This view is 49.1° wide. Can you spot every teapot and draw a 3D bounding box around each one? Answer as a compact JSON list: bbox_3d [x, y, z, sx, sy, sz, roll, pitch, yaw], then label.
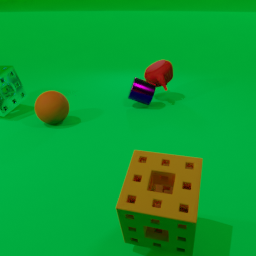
[{"bbox_3d":[1.171,-1.873,10.089,1.087,0.856,1.748,-26,27,13],"label":"teapot"}]

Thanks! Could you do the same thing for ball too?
[{"bbox_3d":[-2.206,-0.593,8.168,0.976,0.976,0.976,0,25,0],"label":"ball"}]

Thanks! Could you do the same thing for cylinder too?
[{"bbox_3d":[0.461,-1.235,9.441,0.763,0.763,0.763,18,24,-6],"label":"cylinder"}]

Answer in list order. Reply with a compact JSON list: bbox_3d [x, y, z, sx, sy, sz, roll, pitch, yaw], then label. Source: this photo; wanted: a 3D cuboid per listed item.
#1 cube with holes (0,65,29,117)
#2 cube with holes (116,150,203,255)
[{"bbox_3d":[-4.112,-1.184,8.766,1.126,1.126,1.126,7,42,28],"label":"cube with holes"},{"bbox_3d":[0.479,1.029,3.896,0.955,0.955,0.955,6,45,15],"label":"cube with holes"}]
